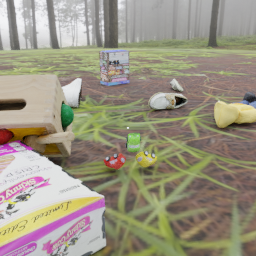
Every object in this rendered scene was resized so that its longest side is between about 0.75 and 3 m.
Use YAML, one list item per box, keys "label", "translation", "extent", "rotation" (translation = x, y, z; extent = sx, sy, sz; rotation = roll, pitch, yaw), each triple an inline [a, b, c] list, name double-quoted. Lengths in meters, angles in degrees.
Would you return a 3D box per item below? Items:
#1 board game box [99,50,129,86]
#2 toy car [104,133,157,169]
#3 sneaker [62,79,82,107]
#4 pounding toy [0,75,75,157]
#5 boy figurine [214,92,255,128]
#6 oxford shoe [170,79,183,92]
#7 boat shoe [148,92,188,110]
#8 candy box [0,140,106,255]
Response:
- label: "board game box"
  translation: [-0.760, -3.446, 15.942]
  extent: [1.476, 1.851, 0.896]
  rotation: [-14, 24, -34]
- label: "toy car"
  translation: [0.084, 0.536, 5.911]
  extent: [1.200, 1.129, 0.268]
  rotation: [-3, 52, -6]
- label: "sneaker"
  translation: [-2.539, -1.592, 12.068]
  extent: [1.074, 0.924, 2.538]
  rotation: [1, 21, -4]
- label: "pounding toy"
  translation: [-2.058, -0.041, 5.997]
  extent: [2.285, 2.103, 1.624]
  rotation: [-2, 64, 0]
- label: "boy figurine"
  translation: [3.673, -0.644, 9.548]
  extent: [2.681, 0.864, 1.667]
  rotation: [-13, 26, -39]
- label: "oxford shoe"
  translation: [2.504, -2.148, 14.533]
  extent: [0.402, 0.524, 1.393]
  rotation: [-39, 25, 12]
- label: "boat shoe"
  translation: [1.605, -1.070, 10.997]
  extent: [1.769, 0.661, 0.605]
  rotation: [-16, 22, -34]
- label: "candy box"
  translation: [-1.976, 1.168, 4.285]
  extent: [1.980, 0.886, 2.904]
  rotation: [-17, 26, -40]
